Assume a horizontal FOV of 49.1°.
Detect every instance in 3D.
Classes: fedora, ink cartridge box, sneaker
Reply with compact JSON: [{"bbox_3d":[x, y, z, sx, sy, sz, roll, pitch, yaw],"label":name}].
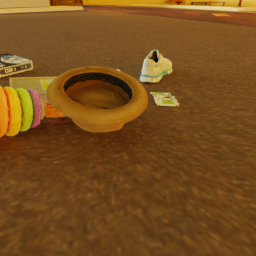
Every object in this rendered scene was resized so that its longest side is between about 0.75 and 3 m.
[{"bbox_3d":[-0.797,-0.634,7.331,2.609,1.064,2.609,3,42,-3],"label":"fedora"},{"bbox_3d":[-5.632,-2.673,12.039,2.164,0.474,2.184,22,37,34],"label":"ink cartridge box"},{"bbox_3d":[1.234,-2.673,11.395,0.945,1.092,2.521,9,28,19],"label":"sneaker"}]

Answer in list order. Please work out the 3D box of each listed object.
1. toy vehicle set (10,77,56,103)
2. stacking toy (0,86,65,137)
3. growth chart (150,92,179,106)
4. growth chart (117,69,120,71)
[{"bbox_3d":[-2.461,-1.292,9.288,2.704,0.358,1.680,-5,28,-20],"label":"toy vehicle set"},{"bbox_3d":[-2.766,-0.446,7.158,2.885,1.583,1.674,-6,24,-37],"label":"stacking toy"},{"bbox_3d":[1.215,-0.947,9.205,0.799,0.098,1.104,-2,29,-6],"label":"growth chart"},{"bbox_3d":[-0.814,-2.364,11.842,1.112,0.099,0.805,-7,28,-12],"label":"growth chart"}]
